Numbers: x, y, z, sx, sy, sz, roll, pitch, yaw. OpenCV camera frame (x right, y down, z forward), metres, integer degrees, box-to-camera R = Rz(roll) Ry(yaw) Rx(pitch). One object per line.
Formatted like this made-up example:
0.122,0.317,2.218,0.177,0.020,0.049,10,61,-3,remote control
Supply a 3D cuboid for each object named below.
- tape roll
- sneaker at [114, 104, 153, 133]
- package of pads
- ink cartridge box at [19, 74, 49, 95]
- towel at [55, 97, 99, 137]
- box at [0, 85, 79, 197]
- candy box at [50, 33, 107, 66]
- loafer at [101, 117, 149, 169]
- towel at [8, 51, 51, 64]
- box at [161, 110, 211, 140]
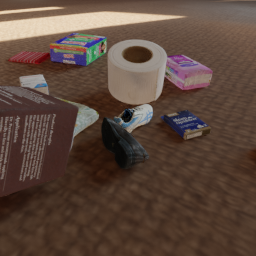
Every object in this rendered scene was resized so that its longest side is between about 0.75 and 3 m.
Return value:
0.295,-2.020,9.966,2.047,1.406,2.047,1,46,-1,tape roll
0.205,-0.373,8.495,0.657,0.663,1.828,19,35,29,sneaker
2.285,-2.319,11.461,1.295,0.813,2.150,-9,33,-20,package of pads
-3.514,-1.519,10.445,0.887,0.520,1.212,-12,33,-20,ink cartridge box
-2.542,-0.261,8.336,2.596,0.625,2.222,17,36,24,towel
-2.385,0.139,5.584,1.674,1.691,2.038,21,15,26,box
-2.430,-3.991,14.045,1.996,0.909,2.360,12,35,16,candy box
-0.159,0.353,7.403,0.701,0.705,1.938,-3,37,-28,loafer
-4.884,-3.514,13.976,1.705,0.192,1.233,8,35,15,towel
1.716,-0.183,8.586,0.892,0.238,1.472,-14,33,-21,box
